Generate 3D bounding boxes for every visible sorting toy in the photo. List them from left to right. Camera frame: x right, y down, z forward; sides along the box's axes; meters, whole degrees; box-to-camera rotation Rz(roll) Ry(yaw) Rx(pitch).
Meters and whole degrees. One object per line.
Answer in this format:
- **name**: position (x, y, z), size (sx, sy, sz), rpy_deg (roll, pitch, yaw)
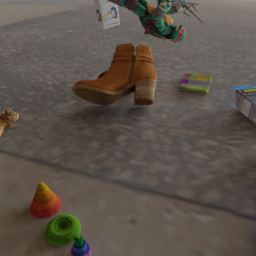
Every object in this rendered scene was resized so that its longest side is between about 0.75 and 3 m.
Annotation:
- **sorting toy**: position (-1.369, 1.701, 5.476), size (0.690, 0.686, 1.991), rpy_deg (-23, 38, -32)

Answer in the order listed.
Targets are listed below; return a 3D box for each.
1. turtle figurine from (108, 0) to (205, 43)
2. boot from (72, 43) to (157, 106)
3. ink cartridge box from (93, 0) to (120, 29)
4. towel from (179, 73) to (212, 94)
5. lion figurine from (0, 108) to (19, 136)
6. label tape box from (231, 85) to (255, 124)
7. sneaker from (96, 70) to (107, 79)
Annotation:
- **turtle figurine**: position (0.812, -3.089, 7.466), size (2.582, 1.300, 1.933), rpy_deg (30, 24, -2)
- **boot**: position (-0.427, -2.035, 9.951), size (2.945, 1.129, 2.287), rpy_deg (1, 72, -4)
- **ink cartridge box**: position (-0.678, -3.732, 9.018), size (0.670, 0.922, 0.403), rpy_deg (-26, 37, -28)
- **towel**: position (2.827, -1.889, 11.671), size (1.216, 0.193, 1.694), rpy_deg (10, 34, 15)
- **lion figurine**: position (-3.966, 0.018, 8.419), size (0.938, 0.555, 1.531), rpy_deg (8, 46, -1)
- **label tape box**: position (4.537, -0.860, 9.637), size (1.349, 0.623, 1.884), rpy_deg (-6, 30, -11)
- **sneaker**: position (-0.284, -1.951, 11.309), size (2.615, 1.054, 1.091), rpy_deg (-19, 20, -40)
